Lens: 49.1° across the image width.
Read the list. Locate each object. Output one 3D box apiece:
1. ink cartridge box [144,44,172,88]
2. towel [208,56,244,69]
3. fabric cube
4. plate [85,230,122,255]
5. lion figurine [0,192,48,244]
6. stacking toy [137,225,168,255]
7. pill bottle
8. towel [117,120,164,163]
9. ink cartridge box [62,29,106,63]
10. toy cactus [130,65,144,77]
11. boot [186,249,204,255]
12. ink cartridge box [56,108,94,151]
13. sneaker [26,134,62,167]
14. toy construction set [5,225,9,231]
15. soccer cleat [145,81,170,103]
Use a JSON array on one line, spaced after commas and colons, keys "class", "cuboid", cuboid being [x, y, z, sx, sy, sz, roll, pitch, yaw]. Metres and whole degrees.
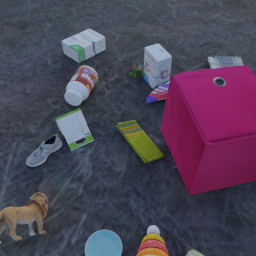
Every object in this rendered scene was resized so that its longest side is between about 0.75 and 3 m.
[{"class": "ink cartridge box", "cuboid": [1.292, -2.686, 12.545, 0.727, 1.717, 1.241, -20, 50, -17]}, {"class": "towel", "cuboid": [4.931, -3.026, 13.818, 1.783, 0.320, 1.851, 0, 47, 0]}, {"class": "fabric cube", "cuboid": [2.959, 0.043, 9.216, 2.815, 2.869, 2.860, -9, 50, -9]}, {"class": "plate", "cuboid": [-0.692, 3.442, 7.978, 1.065, 0.136, 1.065, 1, 48, -1]}, {"class": "lion figurine", "cuboid": [-3.010, 2.502, 7.963, 0.717, 1.978, 1.211, -18, 75, 23]}, {"class": "stacking toy", "cuboid": [0.706, 3.296, 7.687, 1.100, 1.100, 1.505, 5, 32, 5]}, {"class": "pill bottle", "cuboid": [-2.064, -1.835, 12.257, 1.000, 1.000, 1.782, 12, 49, 11]}, {"class": "towel", "cuboid": [0.444, 0.437, 10.591, 0.890, 0.187, 2.069, -16, 49, -30]}, {"class": "ink cartridge box", "cuboid": [-2.282, -4.337, 14.702, 1.870, 0.786, 1.365, -36, 56, -28]}, {"class": "toy cactus", "cuboid": [0.608, -2.818, 13.251, 1.132, 0.934, 0.579, -11, 85, -1]}, {"class": "boot", "cuboid": [1.975, 4.016, 7.158, 1.520, 0.553, 1.181, 29, 53, 25]}, {"class": "ink cartridge box", "cuboid": [-2.053, 0.070, 10.751, 0.999, 0.512, 1.351, -25, 93, -17]}, {"class": "sneaker", "cuboid": [-3.081, 0.754, 10.118, 0.569, 0.625, 1.524, 28, 53, 23]}, {"class": "toy construction set", "cuboid": [-4.180, 3.019, 7.749, 1.890, 1.576, 1.452, 5, 29, 15]}, {"class": "soccer cleat", "cuboid": [1.625, -1.524, 12.240, 1.971, 0.672, 0.721, -28, 61, -25]}]
